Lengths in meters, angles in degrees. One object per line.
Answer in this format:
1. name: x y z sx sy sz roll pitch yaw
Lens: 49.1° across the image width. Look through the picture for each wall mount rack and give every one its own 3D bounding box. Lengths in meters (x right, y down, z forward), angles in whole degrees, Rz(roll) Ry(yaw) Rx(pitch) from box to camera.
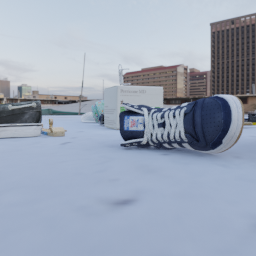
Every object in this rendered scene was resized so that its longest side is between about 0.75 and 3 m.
1. wall mount rack: -0.174 -1.877 10.323 0.351 0.941 0.818 -8 11 -20

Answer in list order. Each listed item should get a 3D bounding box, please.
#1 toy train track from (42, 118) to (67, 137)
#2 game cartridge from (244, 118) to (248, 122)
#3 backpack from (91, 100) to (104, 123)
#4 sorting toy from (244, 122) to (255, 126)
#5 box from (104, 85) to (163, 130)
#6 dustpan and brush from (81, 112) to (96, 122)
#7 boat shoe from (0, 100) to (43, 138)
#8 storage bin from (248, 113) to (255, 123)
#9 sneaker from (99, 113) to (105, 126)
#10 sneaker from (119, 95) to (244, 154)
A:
1. toy train track: -2.151 -0.047 7.359 1.369 0.388 2.387 -2 4 -30
2. game cartridge: 6.010 -0.424 15.272 1.482 0.284 0.960 -3 0 -40
3. backpack: -1.285 -0.804 13.886 0.983 1.159 1.306 -18 4 -12
4. sorting toy: 3.971 -0.090 10.060 1.491 0.200 1.111 0 -1 -1
5. box: 0.150 -0.688 9.484 1.627 1.400 1.635 -1 3 -19
6. dustpan and brush: -1.682 -0.747 16.120 1.894 0.777 2.713 0 3 -5
7. boat shoe: -3.120 -0.281 5.665 2.852 0.974 1.053 -1 8 -34
8. storage bin: 6.738 -0.518 14.585 0.734 0.509 1.086 3 5 37
9. sneaker: -0.963 -0.373 11.502 0.873 0.564 1.610 0 6 -38
10. sneaker: 0.540 -0.047 3.885 1.139 0.736 2.100 4 -5 -15
